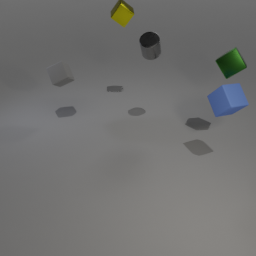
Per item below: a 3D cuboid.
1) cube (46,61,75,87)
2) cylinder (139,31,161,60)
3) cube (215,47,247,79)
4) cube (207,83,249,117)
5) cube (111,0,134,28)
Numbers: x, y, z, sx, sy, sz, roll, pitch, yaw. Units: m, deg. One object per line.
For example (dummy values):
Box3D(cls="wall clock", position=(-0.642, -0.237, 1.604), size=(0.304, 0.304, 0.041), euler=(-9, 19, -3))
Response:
Box3D(cls="cube", position=(-2.612, -2.083, 10.886), size=(0.700, 0.700, 0.700), euler=(-23, -3, 9))
Box3D(cls="cylinder", position=(0.781, -2.854, 9.748), size=(0.700, 0.700, 0.700), euler=(-4, 67, 10))
Box3D(cls="cube", position=(3.325, -2.099, 9.009), size=(0.700, 0.700, 0.700), euler=(-30, 5, 29))
Box3D(cls="cube", position=(2.868, -0.800, 8.077), size=(0.700, 0.700, 0.700), euler=(-9, 73, -27))
Box3D(cls="cube", position=(-0.236, -4.698, 11.439), size=(0.700, 0.700, 0.700), euler=(28, 34, -26))
